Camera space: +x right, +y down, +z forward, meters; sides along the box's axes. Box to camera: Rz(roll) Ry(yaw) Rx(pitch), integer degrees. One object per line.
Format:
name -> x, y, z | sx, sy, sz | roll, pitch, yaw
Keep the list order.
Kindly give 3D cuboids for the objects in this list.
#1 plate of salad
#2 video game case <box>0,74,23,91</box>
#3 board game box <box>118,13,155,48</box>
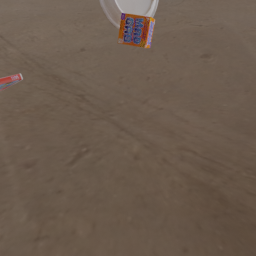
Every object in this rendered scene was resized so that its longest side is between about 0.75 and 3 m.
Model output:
plate of salad -> 0.001, -4.308, 8.611 | 0.629, 2.620, 2.620 | 18, 45, 43
video game case -> -2.933, -0.677, 5.284 | 1.118, 0.136, 1.564 | -9, 14, 46
board game box -> 0.238, -2.652, 7.662 | 0.787, 0.786, 0.786 | 13, 19, 11
